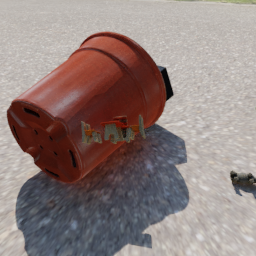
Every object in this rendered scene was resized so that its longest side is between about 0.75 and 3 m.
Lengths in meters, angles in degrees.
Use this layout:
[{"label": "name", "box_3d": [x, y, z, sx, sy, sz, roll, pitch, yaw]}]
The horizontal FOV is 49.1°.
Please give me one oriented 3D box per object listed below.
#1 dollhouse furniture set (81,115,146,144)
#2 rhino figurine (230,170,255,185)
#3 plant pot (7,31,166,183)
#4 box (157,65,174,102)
[{"label": "dollhouse furniture set", "box_3d": [-0.216, -0.022, 4.898, 1.009, 0.520, 0.998, -6, -8, 8]}, {"label": "rhino figurine", "box_3d": [2.554, 1.076, 5.909, 0.809, 0.354, 0.242, 7, 72, 15]}, {"label": "plant pot", "box_3d": [-0.967, -0.373, 6.341, 2.753, 2.753, 2.677, 19, 44, 28]}, {"label": "box", "box_3d": [0.113, -1.018, 7.749, 1.582, 0.980, 1.555, -41, 40, -20]}]
